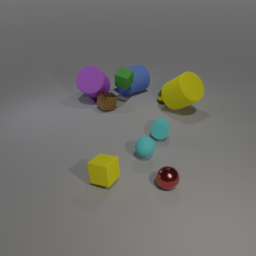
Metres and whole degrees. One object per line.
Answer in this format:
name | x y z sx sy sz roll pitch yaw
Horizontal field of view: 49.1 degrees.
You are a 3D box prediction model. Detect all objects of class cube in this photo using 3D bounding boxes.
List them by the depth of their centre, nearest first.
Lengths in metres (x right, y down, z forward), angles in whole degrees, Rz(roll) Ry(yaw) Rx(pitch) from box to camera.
cube | -0.730 1.274 8.537 0.700 0.700 0.700 6 22 26
cube | -0.997 -1.293 13.330 0.700 0.700 0.700 -2 26 -37
cube | -0.184 -2.408 13.548 0.700 0.700 0.700 22 53 15

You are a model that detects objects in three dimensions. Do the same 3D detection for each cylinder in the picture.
cylinder | 1.270 0.017 10.964 0.700 0.700 0.700 6 18 10
cylinder | 2.485 -1.668 12.805 1.400 1.400 1.400 -21 -2 -33
cylinder | -1.704 -2.260 14.020 1.400 1.400 1.400 5 -3 9
cylinder | 0.239 -2.610 15.161 1.400 1.400 1.400 -23 36 -34

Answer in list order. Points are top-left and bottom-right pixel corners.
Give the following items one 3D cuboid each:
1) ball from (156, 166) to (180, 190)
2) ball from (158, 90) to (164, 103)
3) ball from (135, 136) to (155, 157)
ball | 1.195 1.490 8.389 0.700 0.700 0.700 0 29 0
ball | 1.843 -1.620 14.131 0.700 0.700 0.700 0 29 0
ball | 0.592 0.632 9.623 0.700 0.700 0.700 0 29 0
